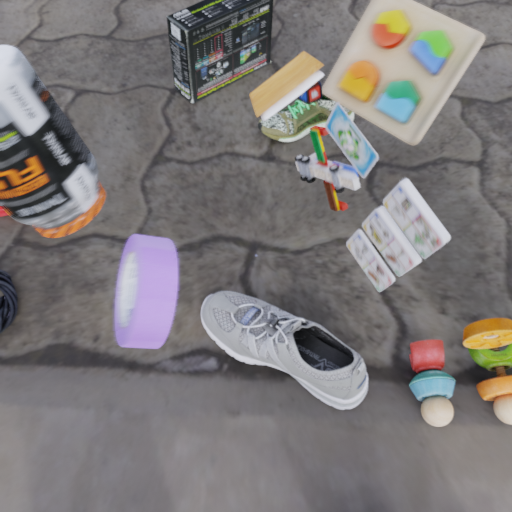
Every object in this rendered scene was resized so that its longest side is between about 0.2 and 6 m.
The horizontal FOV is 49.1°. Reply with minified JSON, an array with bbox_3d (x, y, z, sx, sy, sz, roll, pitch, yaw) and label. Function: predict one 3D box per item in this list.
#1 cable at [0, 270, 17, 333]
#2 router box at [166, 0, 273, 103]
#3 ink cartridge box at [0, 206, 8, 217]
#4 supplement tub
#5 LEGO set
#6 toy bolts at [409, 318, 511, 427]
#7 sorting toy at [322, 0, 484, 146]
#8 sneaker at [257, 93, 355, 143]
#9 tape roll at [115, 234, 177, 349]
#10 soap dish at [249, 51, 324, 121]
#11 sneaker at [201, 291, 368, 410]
[{"bbox_3d":[-5.035,0.962,9.973,1.471,0.458,1.803,26,56,18],"label":"cable"},{"bbox_3d":[-0.816,-5.240,13.705,2.683,2.010,0.833,-34,61,-24],"label":"router box"},{"bbox_3d":[-4.983,-1.458,11.720,1.020,0.590,1.756,-11,54,-8],"label":"ink cartridge box"},{"bbox_3d":[-3.594,-1.644,8.656,1.665,2.717,1.665,-14,45,15],"label":"supplement tub"},{"bbox_3d":[1.492,-1.122,8.106,0.738,2.245,3.005,-30,78,-18],"label":"LEGO set"},{"bbox_3d":[3.307,1.906,8.656,1.856,1.773,1.287,-11,61,15],"label":"toy bolts"},{"bbox_3d":[2.437,-3.342,9.785,2.249,2.082,0.410,39,19,26],"label":"sorting toy"},{"bbox_3d":[1.168,-3.426,12.907,2.441,1.082,0.939,-18,55,-13],"label":"sneaker"},{"bbox_3d":[-1.297,0.414,6.483,0.424,1.294,1.294,8,49,-23],"label":"tape roll"},{"bbox_3d":[0.388,-2.393,7.905,1.122,0.456,0.883,-36,12,8],"label":"soap dish"},{"bbox_3d":[0.485,1.265,9.220,3.104,1.273,1.160,24,56,17],"label":"sneaker"}]
